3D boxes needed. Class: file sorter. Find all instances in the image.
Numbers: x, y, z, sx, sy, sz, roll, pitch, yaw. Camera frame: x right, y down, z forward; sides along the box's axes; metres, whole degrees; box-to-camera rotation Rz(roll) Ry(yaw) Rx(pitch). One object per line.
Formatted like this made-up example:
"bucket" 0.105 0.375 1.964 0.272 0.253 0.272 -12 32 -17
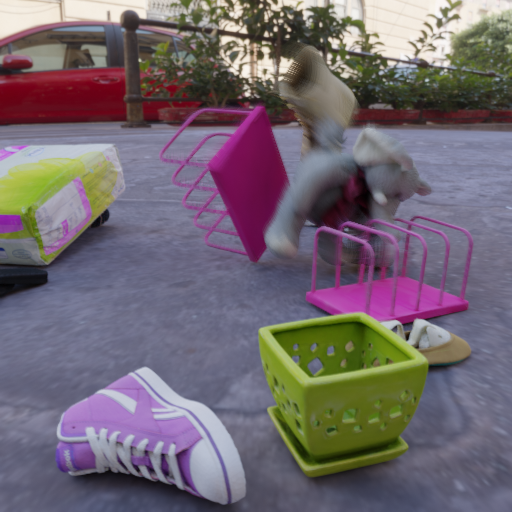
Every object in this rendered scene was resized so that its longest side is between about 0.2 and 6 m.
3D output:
"file sorter" 2.001 0.153 8.391 2.022 1.268 1.405 -7 18 -29
"file sorter" -0.517 -1.383 10.613 1.494 2.382 1.655 14 54 33

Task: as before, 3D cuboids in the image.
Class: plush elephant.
"plush elephant" 1.724 -0.993 9.082 2.043 2.639 2.174 9 -6 39

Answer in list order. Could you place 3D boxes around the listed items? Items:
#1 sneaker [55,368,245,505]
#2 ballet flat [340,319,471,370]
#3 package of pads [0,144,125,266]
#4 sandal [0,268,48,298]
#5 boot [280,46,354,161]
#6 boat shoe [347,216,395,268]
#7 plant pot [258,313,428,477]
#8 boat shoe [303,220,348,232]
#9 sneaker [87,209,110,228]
"sneaker" -0.987 1.658 4.656 1.139 0.724 1.998 -19 17 -33
"ballet flat" 1.837 1.048 6.733 1.784 0.562 0.612 -5 18 -18
"package of pads" -4.834 -1.256 11.849 3.030 1.338 3.922 1 30 12
"sandal" -4.263 0.495 8.935 0.770 0.490 2.047 11 7 35
"boot" 0.976 -2.319 9.988 0.828 2.273 1.767 16 -5 32
"boat shoe" 2.071 -1.032 10.820 0.958 0.973 2.701 3 56 -5
"plant pot" 0.726 1.267 5.108 1.178 1.069 1.172 -5 18 -17
"boat shoe" 1.700 -1.194 13.625 2.867 0.919 1.057 15 22 41
"sneaker" -4.463 -1.052 13.625 1.775 0.689 0.766 -2 13 -9
